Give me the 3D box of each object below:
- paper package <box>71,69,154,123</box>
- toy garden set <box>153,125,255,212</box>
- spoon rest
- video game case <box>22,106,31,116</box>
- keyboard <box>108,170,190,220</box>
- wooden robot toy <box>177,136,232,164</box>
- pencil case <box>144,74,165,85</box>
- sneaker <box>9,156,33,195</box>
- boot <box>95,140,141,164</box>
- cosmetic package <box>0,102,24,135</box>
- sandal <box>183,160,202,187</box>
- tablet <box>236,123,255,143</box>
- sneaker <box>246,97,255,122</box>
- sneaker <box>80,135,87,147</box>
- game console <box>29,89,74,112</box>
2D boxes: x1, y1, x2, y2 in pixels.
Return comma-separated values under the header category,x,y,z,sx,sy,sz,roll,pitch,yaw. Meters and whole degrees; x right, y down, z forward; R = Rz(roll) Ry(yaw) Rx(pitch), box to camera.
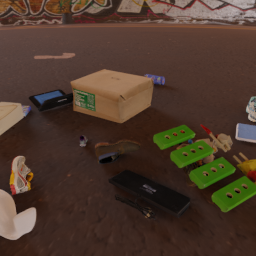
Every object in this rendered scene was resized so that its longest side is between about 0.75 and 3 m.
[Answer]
category,x,y,z,sx,sy,sz,roll,pitch,yaw
paper package,-0.710,-1.532,12.682,2.789,1.443,2.658,17,31,29
toy garden set,2.465,0.948,8.069,2.373,0.568,2.846,-17,46,-31
spoon rest,-3.025,1.994,6.534,2.500,0.758,1.242,4,17,40
video game case,-4.845,-0.766,12.542,0.751,0.188,0.828,0,26,0
keyboard,0.398,1.778,7.366,2.252,0.232,1.431,19,25,35
wooden robot toy,2.548,0.819,9.076,1.848,0.814,0.839,-7,62,-15
pencil case,1.550,-2.851,16.398,1.236,0.537,0.482,13,-9,22
sneaker,-3.014,1.333,8.003,0.587,0.556,1.429,-3,35,-16
boot,-0.316,0.830,9.093,1.509,0.564,0.731,-4,42,0
cosmetic package,-5.142,-0.362,11.161,0.993,0.701,1.918,5,28,9
sandal,1.970,1.131,8.238,0.453,0.677,1.658,16,25,-4
tablet,5.183,0.300,10.436,2.162,0.148,1.407,10,28,18
sneaker,5.492,-0.808,11.952,0.705,0.784,1.817,2,26,5
sneaker,-1.612,0.364,10.072,0.281,0.331,0.756,-6,24,-8
game console,-3.449,-1.509,13.004,1.778,1.035,1.563,-23,-6,-37
